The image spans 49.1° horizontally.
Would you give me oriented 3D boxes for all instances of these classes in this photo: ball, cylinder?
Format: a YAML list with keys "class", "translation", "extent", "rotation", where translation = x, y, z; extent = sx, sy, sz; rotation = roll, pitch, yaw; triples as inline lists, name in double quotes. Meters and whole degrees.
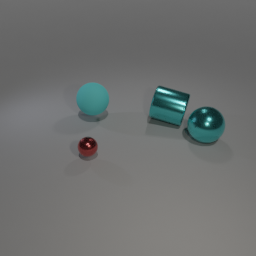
- class: "ball"
  translation: [-1.398, 0.650, 9.737]
  extent: [0.700, 0.700, 0.700]
  rotation: [0, 31, 0]
- class: "ball"
  translation: [-1.507, -1.241, 12.009]
  extent: [1.400, 1.400, 1.400]
  rotation: [0, 31, 0]
- class: "cylinder"
  translation: [1.760, -0.944, 11.842]
  extent: [1.400, 1.400, 1.400]
  rotation: [18, 34, 11]
- class: "ball"
  translation: [2.973, -0.124, 10.669]
  extent: [1.400, 1.400, 1.400]
  rotation: [0, 31, 0]
